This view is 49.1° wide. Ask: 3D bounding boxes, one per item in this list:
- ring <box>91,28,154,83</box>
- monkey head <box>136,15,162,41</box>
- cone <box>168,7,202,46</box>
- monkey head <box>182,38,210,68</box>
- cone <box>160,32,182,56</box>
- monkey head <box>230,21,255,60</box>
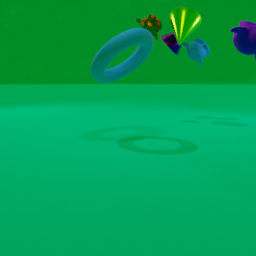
[{"bbox_3d":[-0.125,-1.679,6.653,1.707,0.341,1.707,-32,-12,-7],"label":"ring"},{"bbox_3d":[0.824,-3.712,10.356,0.682,1.133,0.815,-45,-3,-11],"label":"monkey head"},{"bbox_3d":[1.870,-3.303,9.675,1.167,1.171,1.167,12,-23,5],"label":"cone"},{"bbox_3d":[2.697,-2.976,10.940,0.777,1.289,0.928,-38,-6,7],"label":"monkey head"},{"bbox_3d":[2.018,-3.616,11.092,1.039,1.035,1.035,-41,-6,22],"label":"cone"},{"bbox_3d":[2.611,-1.899,5.801,1.082,0.652,0.779,35,-27,-27],"label":"monkey head"}]
